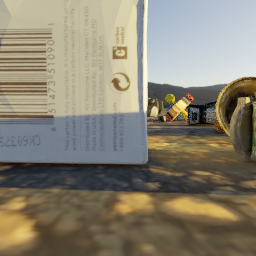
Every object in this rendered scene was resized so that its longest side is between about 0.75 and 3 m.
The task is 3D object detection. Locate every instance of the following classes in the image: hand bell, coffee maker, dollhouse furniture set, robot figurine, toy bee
[{"bbox_3d":[2.458,-0.167,6.582,1.324,1.324,2.544,0,-8,5],"label":"hand bell"},{"bbox_3d":[2.795,-0.444,10.121,1.274,0.858,1.224,2,-12,13],"label":"coffee maker"},{"bbox_3d":[2.669,-0.678,2.890,1.495,2.378,2.689,-4,5,-34],"label":"dollhouse furniture set"},{"bbox_3d":[1.188,-1.262,16.965,1.824,1.371,1.138,0,25,-5],"label":"robot figurine"},{"bbox_3d":[2.332,-1.051,12.737,1.465,1.216,2.238,36,23,-12],"label":"toy bee"}]

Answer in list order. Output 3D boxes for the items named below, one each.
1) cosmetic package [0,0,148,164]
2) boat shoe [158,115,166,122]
[{"bbox_3d":[-0.752,-0.706,4.540,2.138,2.136,2.591,0,6,3],"label":"cosmetic package"},{"bbox_3d":[1.423,-0.367,11.880,0.299,0.304,0.817,-9,-4,2],"label":"boat shoe"}]
